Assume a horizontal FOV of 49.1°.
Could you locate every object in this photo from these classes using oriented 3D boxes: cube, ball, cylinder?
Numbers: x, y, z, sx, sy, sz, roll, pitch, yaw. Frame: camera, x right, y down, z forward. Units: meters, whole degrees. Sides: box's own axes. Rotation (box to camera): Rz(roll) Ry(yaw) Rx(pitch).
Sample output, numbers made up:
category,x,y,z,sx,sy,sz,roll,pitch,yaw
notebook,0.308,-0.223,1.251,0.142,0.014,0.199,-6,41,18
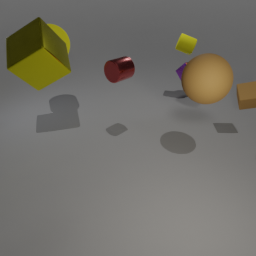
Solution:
category,x,y,z,sx,sy,sz,roll,pitch,yaw
cube,4.300,-1.154,10.011,0.700,0.700,0.700,-7,62,17
ball,2.196,-1.363,7.816,1.400,1.400,1.400,0,32,0
cube,-2.878,-2.338,9.029,1.400,1.400,1.400,-25,59,16
cylinder,2.473,-3.565,11.925,0.700,0.700,0.700,22,33,-1
cube,2.861,-2.670,13.396,0.700,0.700,0.700,-17,75,-42
cylinder,-0.266,-1.812,8.686,0.700,0.700,0.700,26,38,35
cylinder,-2.964,-3.111,10.751,1.400,1.400,1.400,-9,7,-14
